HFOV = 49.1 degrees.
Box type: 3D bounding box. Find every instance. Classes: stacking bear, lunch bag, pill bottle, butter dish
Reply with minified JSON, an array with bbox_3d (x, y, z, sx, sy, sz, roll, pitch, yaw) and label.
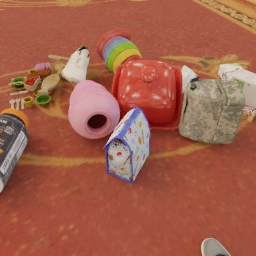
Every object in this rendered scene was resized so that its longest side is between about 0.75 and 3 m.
[{"bbox_3d":[-0.001,-2.836,12.207,1.650,1.762,2.901,-9,50,-40],"label":"stacking bear"},{"bbox_3d":[0.000,0.452,8.379,1.097,1.771,1.506,16,45,16],"label":"lunch bag"},{"bbox_3d":[2.647,-0.572,9.276,1.767,2.106,1.468,0,43,-2],"label":"lunch bag"},{"bbox_3d":[-3.955,0.570,8.526,1.431,1.431,2.694,3,42,4],"label":"pill bottle"},{"bbox_3d":[0.679,-1.467,9.932,2.686,1.985,2.678,4,71,4],"label":"butter dish"}]

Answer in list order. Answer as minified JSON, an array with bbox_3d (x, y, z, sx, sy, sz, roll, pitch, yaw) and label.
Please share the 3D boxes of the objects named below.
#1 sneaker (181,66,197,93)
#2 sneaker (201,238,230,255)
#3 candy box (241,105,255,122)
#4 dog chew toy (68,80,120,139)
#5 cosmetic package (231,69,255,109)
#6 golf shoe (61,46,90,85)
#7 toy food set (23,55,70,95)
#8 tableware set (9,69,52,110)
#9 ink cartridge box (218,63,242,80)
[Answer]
[{"bbox_3d":[2.504,-1.905,11.864,0.900,0.765,2.033,27,48,1],"label":"sneaker"},{"bbox_3d":[2.211,3.051,5.980,0.778,1.124,1.861,-13,44,-14],"label":"sneaker"},{"bbox_3d":[4.363,-0.663,10.735,0.991,0.280,0.578,29,50,30],"label":"candy box"},{"bbox_3d":[-1.323,-0.838,10.001,1.727,1.727,2.774,-11,34,-12],"label":"dog chew toy"},{"bbox_3d":[5.064,-1.399,10.962,2.008,1.080,0.852,32,50,32],"label":"cosmetic package"},{"bbox_3d":[-2.089,-2.692,11.685,1.010,1.254,2.579,21,28,-22],"label":"golf shoe"},{"bbox_3d":[-3.588,-2.315,12.424,1.819,0.451,2.861,13,44,13],"label":"toy food set"},{"bbox_3d":[-4.107,-1.696,11.798,1.738,0.396,2.580,-10,43,-12],"label":"tableware set"},{"bbox_3d":[4.670,-2.328,12.402,0.883,0.510,1.214,-6,42,-7],"label":"ink cartridge box"}]
